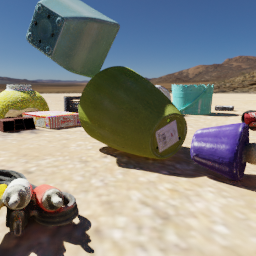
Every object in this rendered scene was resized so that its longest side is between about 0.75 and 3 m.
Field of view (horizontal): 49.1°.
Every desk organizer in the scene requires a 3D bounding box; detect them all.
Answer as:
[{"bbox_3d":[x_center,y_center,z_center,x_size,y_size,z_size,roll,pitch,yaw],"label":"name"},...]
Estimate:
[{"bbox_3d":[-3.330,-0.115,8.456,1.020,0.366,0.393,-8,14,-41],"label":"desk organizer"}]

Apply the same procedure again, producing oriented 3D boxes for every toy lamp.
[{"bbox_3d":[2.266,0.398,3.524,2.930,0.853,0.853,4,10,32],"label":"toy lamp"}]

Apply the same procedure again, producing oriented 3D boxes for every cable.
[{"bbox_3d":[-1.143,0.625,3.119,0.942,0.488,1.939,0,8,-25],"label":"cable"}]

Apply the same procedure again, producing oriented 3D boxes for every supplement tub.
[{"bbox_3d":[1.029,-1.389,13.610,1.344,1.344,2.193,-3,8,-21],"label":"supplement tub"}]

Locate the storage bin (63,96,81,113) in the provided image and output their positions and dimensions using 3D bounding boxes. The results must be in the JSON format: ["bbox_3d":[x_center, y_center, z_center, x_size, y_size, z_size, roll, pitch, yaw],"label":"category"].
[{"bbox_3d":[-2.259,-1.003,12.702,1.234,0.856,1.825,-3,8,-15],"label":"storage bin"}]

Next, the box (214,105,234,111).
[{"bbox_3d":[5.204,-1.068,15.117,0.960,0.239,0.757,5,10,25],"label":"box"}]

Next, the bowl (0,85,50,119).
[{"bbox_3d":[-4.766,-1.216,12.393,2.542,1.368,2.542,0,8,0],"label":"bowl"}]

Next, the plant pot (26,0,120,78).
[{"bbox_3d":[-1.222,-1.890,5.676,1.308,1.304,1.332,37,22,19],"label":"plant pot"}]

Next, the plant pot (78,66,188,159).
[{"bbox_3d":[0.202,-0.162,5.420,1.714,1.714,1.831,-6,25,-34],"label":"plant pot"}]

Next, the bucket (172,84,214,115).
[{"bbox_3d":[3.113,-1.421,13.626,2.151,1.400,2.151,0,8,0],"label":"bucket"}]

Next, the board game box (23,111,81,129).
[{"bbox_3d":[-2.592,-0.311,9.586,1.702,0.394,1.289,8,12,41],"label":"board game box"}]

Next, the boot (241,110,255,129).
[{"bbox_3d":[4.392,-0.259,8.102,1.622,0.814,2.248,-2,1,-13],"label":"boot"}]

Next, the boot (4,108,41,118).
[{"bbox_3d":[-3.944,-0.423,10.522,1.404,0.517,0.530,-3,27,9],"label":"boot"}]
